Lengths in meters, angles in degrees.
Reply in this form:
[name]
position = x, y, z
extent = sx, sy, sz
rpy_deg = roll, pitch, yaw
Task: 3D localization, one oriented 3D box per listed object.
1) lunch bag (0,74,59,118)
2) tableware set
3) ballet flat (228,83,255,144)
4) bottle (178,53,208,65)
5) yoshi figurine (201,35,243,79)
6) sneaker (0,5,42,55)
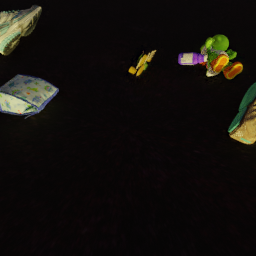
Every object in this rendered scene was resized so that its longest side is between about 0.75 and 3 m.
[lunch bag]
position = -2.839, -0.907, 8.027
extent = 1.353, 0.862, 1.151
rpy_deg = 9, 41, 15
[tableware set]
position = 0.415, -2.057, 8.936
extent = 0.207, 0.909, 1.350
rpy_deg = 35, 36, 6
[ballet flat]
position = 3.469, -0.392, 7.764
extent = 0.766, 0.828, 2.348
rpy_deg = 38, 57, 2
[bottle]
position = 2.076, -2.225, 8.964
extent = 0.898, 0.375, 0.293
rpy_deg = 5, 5, 28
[yoshi figurine]
position = 3.029, -2.496, 9.214
extent = 1.167, 1.172, 2.085
rpy_deg = -13, 33, 3
[sneaker]
position = -4.244, -3.988, 10.405
extent = 1.186, 1.067, 2.748
rpy_deg = 36, 51, -14
